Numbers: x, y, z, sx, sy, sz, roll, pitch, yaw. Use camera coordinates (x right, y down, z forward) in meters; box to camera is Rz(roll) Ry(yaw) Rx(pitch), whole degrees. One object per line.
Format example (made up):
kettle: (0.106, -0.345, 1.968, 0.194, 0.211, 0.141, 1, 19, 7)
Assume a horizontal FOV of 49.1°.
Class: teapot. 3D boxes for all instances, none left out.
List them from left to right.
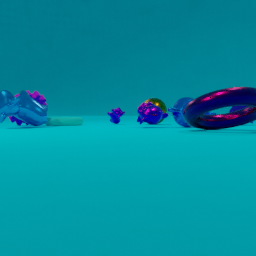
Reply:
teapot: (1.934, -0.492, 8.643, 1.538, 0.956, 0.753, 5, -2, -15)

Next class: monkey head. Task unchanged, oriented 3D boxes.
monkey head: (0.653, -0.349, 8.793, 1.215, 0.874, 0.732, -14, 54, -37)

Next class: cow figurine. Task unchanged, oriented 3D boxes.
cow figurine: (-3.190, -0.535, 8.508, 1.678, 0.921, 1.652, 36, 10, -27)
cow figurine: (-0.461, -0.488, 11.789, 0.489, 0.891, 0.877, -38, 45, -27)

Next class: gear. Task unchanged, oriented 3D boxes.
gear: (-3.635, -0.705, 10.126, 1.414, 1.414, 0.262, -3, 44, -48)

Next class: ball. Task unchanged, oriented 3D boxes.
ball: (1.036, -0.679, 11.328, 1.079, 1.079, 1.079, 0, 3, 0)

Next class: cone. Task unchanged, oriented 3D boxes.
cone: (4.582, -0.439, 10.841, 0.943, 0.939, 0.939, 37, -13, -22)

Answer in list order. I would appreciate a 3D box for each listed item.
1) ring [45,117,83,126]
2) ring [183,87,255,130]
ring: (-2.480, -0.266, 10.784, 1.512, 0.302, 1.512, 0, 3, 0)
ring: (2.327, -0.413, 6.666, 2.003, 0.401, 2.003, -3, -18, -1)
